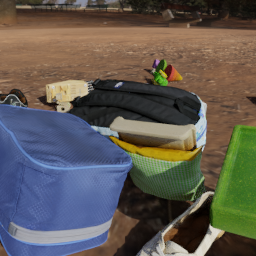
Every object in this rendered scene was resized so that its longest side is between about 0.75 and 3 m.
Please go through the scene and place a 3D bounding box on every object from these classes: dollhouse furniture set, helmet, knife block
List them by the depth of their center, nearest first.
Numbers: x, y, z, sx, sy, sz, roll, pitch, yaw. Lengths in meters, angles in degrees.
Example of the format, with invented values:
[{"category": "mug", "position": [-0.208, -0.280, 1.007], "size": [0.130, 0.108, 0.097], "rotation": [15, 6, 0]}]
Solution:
[{"category": "dollhouse furniture set", "position": [0.956, 1.062, 4.513], "size": [2.997, 1.963, 1.504], "rotation": [7, 47, 26]}, {"category": "helmet", "position": [-4.012, -0.844, 9.592], "size": [0.887, 0.931, 0.931], "rotation": [-29, 24, 6]}, {"category": "dollhouse furniture set", "position": [-2.346, -1.029, 10.263], "size": [0.443, 0.705, 0.797], "rotation": [-2, 24, -6]}, {"category": "knife block", "position": [-2.339, -1.569, 11.369], "size": [2.091, 0.669, 1.835], "rotation": [-8, 17, -22]}]

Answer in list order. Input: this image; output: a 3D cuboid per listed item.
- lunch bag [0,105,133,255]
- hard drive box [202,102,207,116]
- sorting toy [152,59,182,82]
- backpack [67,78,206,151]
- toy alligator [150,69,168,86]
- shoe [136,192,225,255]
[{"category": "lunch bag", "position": [-1.413, 0.816, 4.786], "size": [1.815, 1.768, 2.672], "rotation": [7, 18, -39]}, {"category": "hard drive box", "position": [1.489, -0.601, 9.343], "size": [1.736, 0.667, 1.353], "rotation": [-9, 26, -20]}, {"category": "sorting toy", "position": [2.115, -3.004, 14.848], "size": [0.932, 0.939, 2.707], "rotation": [17, 20, -21]}, {"category": "backpack", "position": [0.385, -0.095, 6.625], "size": [2.905, 2.233, 2.370], "rotation": [-4, 31, 30]}, {"category": "toy alligator", "position": [1.547, -2.399, 13.537], "size": [0.598, 0.654, 2.204], "rotation": [36, 16, -19]}, {"category": "shoe", "position": [0.743, 1.720, 4.198], "size": [0.830, 0.634, 2.375], "rotation": [20, 31, 37]}]
